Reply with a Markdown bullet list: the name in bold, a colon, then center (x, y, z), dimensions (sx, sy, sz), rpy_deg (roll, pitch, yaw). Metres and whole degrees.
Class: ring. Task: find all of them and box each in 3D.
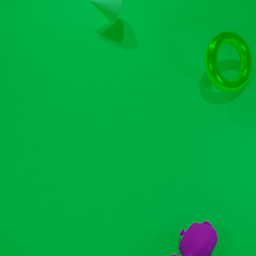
- **ring**: center (3.144, -2.045, 8.686), dimensions (1.889, 0.378, 1.889), rpy_deg (-1, 92, -27)

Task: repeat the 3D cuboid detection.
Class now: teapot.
- **teapot**: center (1.638, 2.850, 6.918), dimensions (0.851, 1.081, 1.738), rpy_deg (29, 36, 31)

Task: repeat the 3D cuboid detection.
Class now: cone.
- **cone**: center (-0.798, -4.043, 9.261), dimensions (0.972, 0.968, 0.968), rpy_deg (14, 69, -17)
